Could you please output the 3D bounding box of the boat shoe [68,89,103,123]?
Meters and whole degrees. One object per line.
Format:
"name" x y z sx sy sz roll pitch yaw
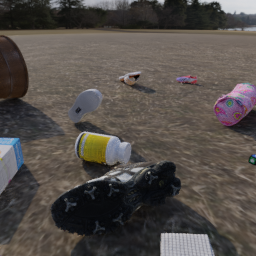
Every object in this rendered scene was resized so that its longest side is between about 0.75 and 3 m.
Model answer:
"boat shoe" -1.455 -0.865 10.250 0.713 0.781 2.171 -43 2 -40

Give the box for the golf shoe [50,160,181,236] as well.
"golf shoe" -0.283 1.437 6.123 2.849 1.108 1.346 -11 5 -23

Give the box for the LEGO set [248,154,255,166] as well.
"LEGO set" 4.480 1.233 7.230 2.527 0.620 1.888 7 21 -9

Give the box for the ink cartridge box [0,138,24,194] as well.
"ink cartridge box" -3.720 1.098 6.828 1.411 0.831 2.450 1 24 1

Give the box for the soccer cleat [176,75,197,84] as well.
"soccer cleat" 3.450 -2.883 16.406 1.228 0.469 0.409 13 27 26

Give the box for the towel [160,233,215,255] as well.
"towel" 0.982 2.266 4.648 0.901 0.465 1.088 3 22 3

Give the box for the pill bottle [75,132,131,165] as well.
"pill bottle" -0.694 0.603 7.970 1.464 0.820 0.820 9 25 20

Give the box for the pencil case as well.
"pencil case" 4.409 -1.042 11.271 1.223 1.223 2.797 16 27 32

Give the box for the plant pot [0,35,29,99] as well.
"plant pot" -6.439 -2.341 12.206 2.960 2.960 2.930 18 32 36

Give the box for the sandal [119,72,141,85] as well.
"sandal" 0.149 -2.794 16.150 0.817 0.611 2.134 -13 5 -23
